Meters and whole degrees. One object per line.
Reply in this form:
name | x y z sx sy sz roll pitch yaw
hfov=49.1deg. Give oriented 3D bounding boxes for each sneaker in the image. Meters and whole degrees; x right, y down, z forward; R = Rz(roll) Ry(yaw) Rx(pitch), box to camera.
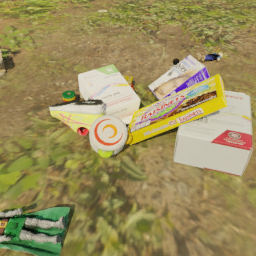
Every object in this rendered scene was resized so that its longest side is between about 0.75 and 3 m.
sneaker | -1.636 -0.288 8.702 0.943 1.089 2.413 -22 19 -39

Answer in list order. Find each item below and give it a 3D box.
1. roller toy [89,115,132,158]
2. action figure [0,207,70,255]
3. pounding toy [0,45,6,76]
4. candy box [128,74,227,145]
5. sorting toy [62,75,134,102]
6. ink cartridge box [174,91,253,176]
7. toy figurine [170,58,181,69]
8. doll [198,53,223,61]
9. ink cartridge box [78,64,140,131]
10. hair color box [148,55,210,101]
roller toy | -0.526 0.211 7.540 1.089 0.761 0.993 -37 78 -18
action figure | -2.391 2.138 5.957 2.056 0.562 1.214 1 41 6
pounding toy | -6.079 -3.154 11.962 1.303 1.307 2.279 -12 40 -21
candy box | 1.297 -0.517 7.901 2.859 0.378 1.461 -23 24 26
sorting toy | -1.053 -1.442 10.487 2.735 0.463 1.319 -8 39 -9
ink cartridge box | 2.523 -0.038 8.219 1.880 1.068 2.580 11 40 14
toy figurine | 2.087 -2.099 10.751 1.116 0.776 1.099 16 78 18
doll | 3.889 -3.281 12.930 1.274 0.309 0.869 -13 32 -26
ink cartridge box | -0.530 -0.936 9.140 1.374 0.790 2.347 -22 58 -21
hair color box | 1.786 -1.639 9.947 1.891 0.613 1.034 -38 43 6
